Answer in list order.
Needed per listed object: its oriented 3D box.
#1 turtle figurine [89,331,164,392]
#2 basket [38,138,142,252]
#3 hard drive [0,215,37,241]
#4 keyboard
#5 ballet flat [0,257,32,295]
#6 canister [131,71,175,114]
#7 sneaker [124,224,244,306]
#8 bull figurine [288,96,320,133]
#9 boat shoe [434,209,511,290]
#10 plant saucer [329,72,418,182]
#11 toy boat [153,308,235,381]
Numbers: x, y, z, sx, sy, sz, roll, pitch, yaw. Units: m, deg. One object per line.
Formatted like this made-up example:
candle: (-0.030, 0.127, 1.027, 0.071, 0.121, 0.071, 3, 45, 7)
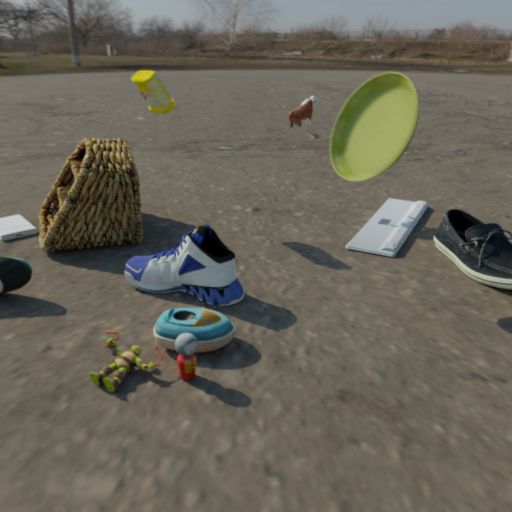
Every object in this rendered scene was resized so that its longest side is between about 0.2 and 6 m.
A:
turtle figurine: (-1.789, 1.401, 7.363, 1.000, 0.322, 0.807, 25, 41, 21)
basket: (-3.663, -1.465, 11.910, 2.072, 1.985, 2.781, -6, 24, -17)
hard drive: (-5.371, -0.625, 12.284, 0.745, 0.151, 1.130, -17, 29, -34)
keyboard: (3.012, -0.713, 12.531, 0.999, 0.189, 3.550, 6, 23, 26)
ballet flat: (-4.697, 0.433, 9.320, 2.002, 0.681, 0.685, -3, 31, 19)
canister: (-2.229, -3.545, 12.131, 0.655, 0.882, 0.382, 16, 62, 37)
sneaker: (-1.166, 0.019, 9.457, 2.094, 1.209, 0.846, 9, 24, 20)
bull figurine: (1.117, -3.303, 13.071, 0.336, 0.626, 1.030, 20, 44, 41)
boat shoe: (4.212, -0.147, 10.329, 1.009, 0.842, 2.704, -4, 25, -14)
plant saucer: (1.923, -2.030, 9.026, 0.285, 1.832, 1.832, 18, 12, -33)
toy boat: (-0.875, 1.082, 7.706, 1.165, 0.644, 1.386, 1, 23, 0)
